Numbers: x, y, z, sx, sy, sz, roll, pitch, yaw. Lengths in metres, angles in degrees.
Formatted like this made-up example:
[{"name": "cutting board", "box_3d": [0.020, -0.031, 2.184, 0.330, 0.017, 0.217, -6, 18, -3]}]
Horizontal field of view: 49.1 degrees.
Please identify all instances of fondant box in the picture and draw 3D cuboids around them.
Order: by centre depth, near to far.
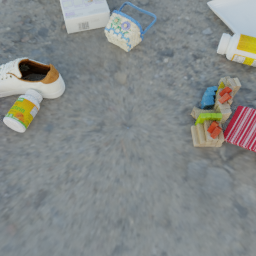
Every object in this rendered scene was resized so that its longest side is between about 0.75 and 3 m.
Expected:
[{"name": "fondant box", "box_3d": [-1.646, -4.542, 10.229, 1.573, 0.635, 2.180, -13, 62, -7]}]

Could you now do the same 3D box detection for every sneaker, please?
[{"name": "sneaker", "box_3d": [-3.441, -1.633, 8.238, 2.998, 1.269, 1.092, 2, 62, 3]}]

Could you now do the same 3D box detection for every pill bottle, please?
[{"name": "pill bottle", "box_3d": [-2.930, -0.515, 7.947, 0.646, 0.646, 1.162, 18, 62, 10]}, {"name": "pill bottle", "box_3d": [3.700, -2.521, 8.957, 1.531, 0.863, 0.863, 17, 62, 10]}]

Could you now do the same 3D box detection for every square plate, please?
[{"name": "square plate", "box_3d": [4.444, -4.058, 10.126, 2.365, 0.340, 2.388, -22, 63, -12]}]

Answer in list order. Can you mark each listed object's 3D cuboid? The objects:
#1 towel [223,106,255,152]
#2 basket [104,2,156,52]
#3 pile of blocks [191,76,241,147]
[{"name": "towel", "box_3d": [3.358, 0.069, 7.329, 1.572, 0.177, 1.137, 25, 81, 44]}, {"name": "basket", "box_3d": [0.052, -3.425, 9.355, 1.322, 1.043, 1.499, 31, 75, 17]}, {"name": "pile of blocks", "box_3d": [2.462, -0.662, 7.914, 1.060, 0.803, 2.583, 21, 62, 8]}]
